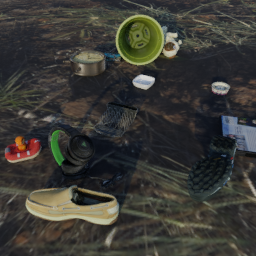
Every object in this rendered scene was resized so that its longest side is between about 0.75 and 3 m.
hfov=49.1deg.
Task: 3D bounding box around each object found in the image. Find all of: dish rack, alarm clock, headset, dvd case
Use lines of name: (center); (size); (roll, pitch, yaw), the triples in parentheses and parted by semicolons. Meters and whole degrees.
dish rack: (-0.458, -0.293, 10.064); (1.224, 0.435, 1.595); (14, 39, 19)
alarm clock: (-1.690, -3.187, 13.603); (2.523, 0.840, 1.702); (-24, 43, -26)
headset: (-1.278, 0.822, 7.849); (2.355, 1.454, 1.106); (39, 41, 25)
dvd case: (4.462, 0.349, 9.358); (2.726, 0.239, 1.945); (8, 38, 10)

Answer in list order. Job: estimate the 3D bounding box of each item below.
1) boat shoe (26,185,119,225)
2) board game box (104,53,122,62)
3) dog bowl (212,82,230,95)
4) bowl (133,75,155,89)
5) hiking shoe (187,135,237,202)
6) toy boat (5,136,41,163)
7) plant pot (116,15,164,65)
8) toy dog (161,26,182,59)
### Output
boat shoe: (-1.381, 1.732, 6.876); (2.352, 0.896, 0.843); (3, 40, 3)
board game box: (-0.890, -3.800, 14.992); (1.107, 0.156, 0.748); (5, 37, 7)
dog bowl: (3.971, -1.690, 12.059); (0.756, 0.279, 0.756); (0, 37, 0)
bowl: (0.708, -2.014, 12.469); (0.830, 0.310, 0.831); (19, 40, 24)
hiking shoe: (2.279, 1.196, 7.227); (0.922, 1.074, 2.478); (12, 35, 33)
toy boat: (-3.269, 0.560, 8.669); (1.091, 0.713, 0.712); (-14, 39, -18)
plant pot: (0.571, -4.754, 14.854); (2.388, 2.388, 2.267); (-1, 24, -1)
toy dog: (2.066, -4.481, 15.078); (1.657, 1.193, 1.709); (-30, 44, -3)
